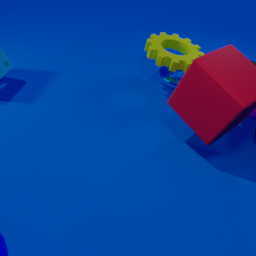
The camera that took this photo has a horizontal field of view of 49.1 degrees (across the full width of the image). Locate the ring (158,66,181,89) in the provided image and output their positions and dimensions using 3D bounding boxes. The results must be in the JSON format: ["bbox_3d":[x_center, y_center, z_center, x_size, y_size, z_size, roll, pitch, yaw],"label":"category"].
[{"bbox_3d":[1.754,-1.700,8.841,1.615,0.323,1.615,0,43,0],"label":"ring"}]

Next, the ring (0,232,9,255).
[{"bbox_3d":[-2.435,2.066,3.882,0.322,1.608,1.608,0,36,37],"label":"ring"}]

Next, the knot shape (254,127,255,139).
[{"bbox_3d":[3.574,0.212,6.068,1.342,1.256,0.620,27,81,-7],"label":"knot shape"}]

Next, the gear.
[{"bbox_3d":[1.298,-2.139,7.856,1.615,0.299,1.615,8,44,-8],"label":"gear"}]

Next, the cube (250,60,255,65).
[{"bbox_3d":[3.371,-1.649,8.508,0.704,0.704,0.704,28,50,27],"label":"cube"}]

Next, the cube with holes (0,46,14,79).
[{"bbox_3d":[-4.420,-1.906,8.120,1.212,1.212,1.212,-5,40,23],"label":"cube with holes"}]

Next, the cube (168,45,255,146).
[{"bbox_3d":[1.955,-0.713,5.982,1.348,1.348,1.348,-27,68,-34],"label":"cube"}]

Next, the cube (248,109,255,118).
[{"bbox_3d":[3.285,-0.737,7.077,0.865,0.865,0.865,10,13,1],"label":"cube"}]
